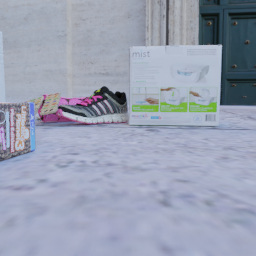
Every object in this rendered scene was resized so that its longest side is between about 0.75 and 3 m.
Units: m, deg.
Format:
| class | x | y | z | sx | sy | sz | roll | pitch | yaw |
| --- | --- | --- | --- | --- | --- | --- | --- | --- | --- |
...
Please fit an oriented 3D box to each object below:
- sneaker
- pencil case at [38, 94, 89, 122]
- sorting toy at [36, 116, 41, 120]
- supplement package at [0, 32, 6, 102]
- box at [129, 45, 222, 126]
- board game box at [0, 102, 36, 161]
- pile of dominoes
| class | x | y | z | sx | sy | sz | roll | pitch | yaw |
| --- | --- | --- | --- | --- | --- | --- | --- | --- | --- |
| sneaker | -1.065 | -0.782 | 9.171 | 2.757 | 1.206 | 1.017 | -3 | 9 | -39 |
| pencil case | -2.115 | -0.781 | 10.442 | 2.473 | 1.122 | 1.158 | -4 | 39 | -43 |
| sorting toy | -3.161 | -0.444 | 11.401 | 1.019 | 0.186 | 0.943 | -2 | 6 | -25 |
| supplement package | -4.208 | -1.210 | 6.972 | 1.534 | 2.562 | 1.554 | 2 | 6 | 19 |
| box | 1.410 | -1.301 | 8.793 | 2.716 | 2.397 | 1.313 | 0 | 6 | 7 |
| board game box | -2.156 | 0.036 | 3.659 | 1.214 | 0.738 | 1.523 | 1 | 6 | 14 |
| pile of dominoes | -2.894 | -0.718 | 8.466 | 1.662 | 0.339 | 2.132 | -18 | 25 | -1 |
